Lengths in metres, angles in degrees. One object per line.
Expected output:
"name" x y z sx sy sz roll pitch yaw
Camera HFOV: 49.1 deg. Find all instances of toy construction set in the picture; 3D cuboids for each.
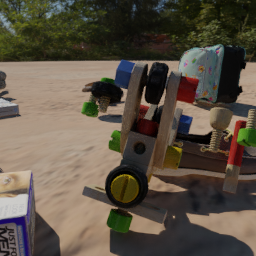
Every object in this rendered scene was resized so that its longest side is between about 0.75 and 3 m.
"toy construction set" 0.598 0.520 4.435 2.888 2.219 2.408 17 -11 -12

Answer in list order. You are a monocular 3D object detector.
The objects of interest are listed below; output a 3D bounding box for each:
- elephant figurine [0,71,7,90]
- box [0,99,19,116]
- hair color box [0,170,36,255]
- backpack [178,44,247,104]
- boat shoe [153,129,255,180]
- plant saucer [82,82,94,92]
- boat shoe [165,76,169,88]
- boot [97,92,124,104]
"elephant figurine" -7.289 -2.335 14.366 1.892 1.725 2.438 42 -20 -32
"box" -5.146 -0.756 10.550 1.405 0.371 1.802 -14 22 -41
"hair color box" -2.354 1.175 3.391 2.301 0.746 1.258 -3 16 -16
"backpack" 3.368 -2.337 12.208 2.179 2.498 2.842 -1 12 -14
"boat shoe" 1.699 0.443 5.642 2.826 0.841 1.015 1 16 4
"plant saucer" -1.121 -1.570 10.354 1.234 0.198 1.234 -9 19 3
"boat shoe" 2.851 -2.405 15.769 2.097 0.756 0.744 19 15 21
"boot" -0.714 -1.281 12.341 1.371 0.478 0.903 -16 23 -15
